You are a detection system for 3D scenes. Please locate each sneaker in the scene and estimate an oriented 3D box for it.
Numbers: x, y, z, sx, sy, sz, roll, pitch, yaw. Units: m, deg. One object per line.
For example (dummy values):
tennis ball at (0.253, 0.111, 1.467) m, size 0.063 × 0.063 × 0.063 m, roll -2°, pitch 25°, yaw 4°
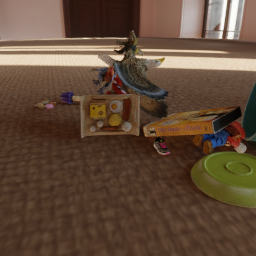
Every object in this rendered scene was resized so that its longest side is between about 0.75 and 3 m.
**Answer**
sneaker at (1.076, 0.550, 9.010) m, size 0.322 × 0.382 × 0.873 m, roll -7°, pitch 24°, yaw -17°

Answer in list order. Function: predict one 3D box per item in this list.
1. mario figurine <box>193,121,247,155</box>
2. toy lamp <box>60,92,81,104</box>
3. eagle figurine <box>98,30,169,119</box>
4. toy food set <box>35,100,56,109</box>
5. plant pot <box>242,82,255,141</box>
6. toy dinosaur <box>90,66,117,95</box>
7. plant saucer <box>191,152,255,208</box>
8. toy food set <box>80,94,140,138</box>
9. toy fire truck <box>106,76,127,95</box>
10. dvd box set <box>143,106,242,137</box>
mario figurine at (3.026, 0.438, 9.057) m, size 1.843 × 1.137 × 0.977 m, roll -13°, pitch -14°, yaw -26°
toy lamp at (-2.170, -1.391, 13.334) m, size 2.143 × 0.624 × 0.624 m, roll 4°, pitch 23°, yaw 14°
eagle figurine at (0.371, -1.842, 9.947) m, size 2.224 × 2.932 × 2.212 m, roll 1°, pitch -17°, yaw -35°
toy food set at (-3.787, -1.074, 13.146) m, size 0.805 × 0.200 × 1.267 m, roll 6°, pitch 16°, yaw 14°
plant pot at (5.597, -0.582, 8.879) m, size 2.807 × 2.988 × 2.988 m, roll 19°, pitch 26°, yaw 6°
toy dinosaur at (-0.686, -2.019, 11.015) m, size 1.874 × 0.984 × 1.701 m, roll -4°, pitch 41°, yaw 46°
plant saucer at (2.928, 1.206, 7.479) m, size 2.417 × 0.376 × 2.417 m, roll -1°, pitch 23°, yaw 0°
toy food set at (-0.618, -0.403, 9.767) m, size 2.044 × 1.467 × 0.617 m, roll -2°, pitch 14°, yaw -9°
toy fire truck at (-0.024, -1.691, 13.694) m, size 1.723 × 1.150 × 2.052 m, roll 19°, pitch 15°, yaw -22°
dvd box set at (2.172, -0.215, 9.647) m, size 2.019 × 0.406 × 2.760 m, roll -22°, pitch 12°, yaw -41°
